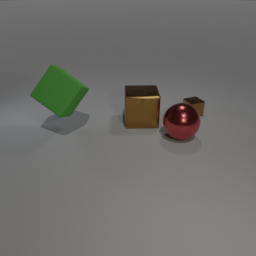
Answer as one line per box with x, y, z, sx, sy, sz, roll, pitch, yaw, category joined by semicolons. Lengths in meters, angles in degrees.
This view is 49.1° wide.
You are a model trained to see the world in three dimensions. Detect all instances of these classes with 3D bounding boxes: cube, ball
0.565;-0.915;11.801;1.400;1.400;1.400;-1;28;-1;cube
-2.538;-1.374;10.651;1.400;1.400;1.400;36;5;0;cube
2.933;-0.942;12.599;0.700;0.700;0.700;-11;30;-20;cube
2.023;-0.249;10.576;1.400;1.400;1.400;0;28;0;ball
